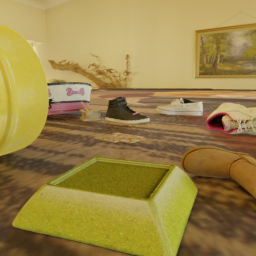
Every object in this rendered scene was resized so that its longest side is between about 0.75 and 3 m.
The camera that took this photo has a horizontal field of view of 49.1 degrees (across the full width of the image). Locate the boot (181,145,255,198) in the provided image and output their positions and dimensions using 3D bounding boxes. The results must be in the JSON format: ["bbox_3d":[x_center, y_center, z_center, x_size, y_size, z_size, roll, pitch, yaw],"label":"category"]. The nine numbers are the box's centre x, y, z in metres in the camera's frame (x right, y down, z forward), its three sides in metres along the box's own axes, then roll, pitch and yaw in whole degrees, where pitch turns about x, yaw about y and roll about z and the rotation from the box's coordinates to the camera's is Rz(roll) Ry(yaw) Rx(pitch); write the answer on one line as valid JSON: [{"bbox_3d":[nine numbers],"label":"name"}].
[{"bbox_3d":[1.546,0.654,3.893,1.312,0.495,1.498,-1,11,-3],"label":"boot"}]

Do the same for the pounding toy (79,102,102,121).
[{"bbox_3d":[-1.447,-0.687,10.935,0.760,0.763,1.329,-8,12,-21],"label":"pounding toy"}]

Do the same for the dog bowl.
[{"bbox_3d":[-2.953,-1.198,11.940,2.912,1.074,2.912,-7,1,0],"label":"dog bowl"}]

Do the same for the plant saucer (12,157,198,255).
[{"bbox_3d":[-0.133,0.756,3.442,1.768,0.424,1.771,4,10,20],"label":"plant saucer"}]

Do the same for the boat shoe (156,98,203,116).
[{"bbox_3d":[2.324,-0.991,12.774,2.140,0.747,0.759,4,11,24],"label":"boat shoe"}]

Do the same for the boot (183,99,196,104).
[{"bbox_3d":[3.095,-1.363,15.758,1.047,0.476,1.246,-2,15,-34],"label":"boot"}]

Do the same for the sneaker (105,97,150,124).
[{"bbox_3d":[-0.058,-0.670,10.349,1.884,0.935,0.666,8,11,33],"label":"sneaker"}]

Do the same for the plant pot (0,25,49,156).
[{"bbox_3d":[-3.171,-0.526,4.839,2.597,2.597,2.443,5,16,28],"label":"plant pot"}]

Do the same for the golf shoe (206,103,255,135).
[{"bbox_3d":[3.363,-0.132,7.785,1.172,0.965,2.562,-22,16,-34],"label":"golf shoe"}]

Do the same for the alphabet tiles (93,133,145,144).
[{"bbox_3d":[-0.182,0.270,7.462,1.165,0.044,0.974,7,12,39],"label":"alphabet tiles"}]
